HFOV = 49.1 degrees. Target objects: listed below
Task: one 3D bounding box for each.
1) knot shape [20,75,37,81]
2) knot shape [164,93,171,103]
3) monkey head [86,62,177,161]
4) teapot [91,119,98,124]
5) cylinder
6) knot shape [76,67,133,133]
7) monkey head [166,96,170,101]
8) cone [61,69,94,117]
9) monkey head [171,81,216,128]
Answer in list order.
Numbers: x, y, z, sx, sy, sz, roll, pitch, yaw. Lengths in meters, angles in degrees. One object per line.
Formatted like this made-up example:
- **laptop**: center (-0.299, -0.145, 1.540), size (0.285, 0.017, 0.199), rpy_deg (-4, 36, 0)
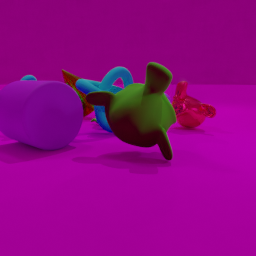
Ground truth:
- **knot shape**: center (-2.548, -0.821, 7.375), size (0.984, 1.052, 0.486), rpy_deg (17, 27, -40)
- **knot shape**: center (0.860, -1.181, 12.180), size (1.763, 0.815, 1.650), rpy_deg (4, 5, 32)
- **monkey head**: center (0.232, -0.374, 5.054), size (1.985, 1.428, 1.196), rpy_deg (36, 58, 17)
- **teapot**: center (-0.568, -0.579, 8.651), size (0.983, 1.582, 0.774), rpy_deg (37, 18, -36)
- **cylinder**: center (-1.899, -0.309, 5.939), size (1.373, 1.373, 1.373), rpy_deg (9, 13, 42)
- **knot shape**: center (-0.537, -0.859, 7.366), size (1.750, 1.870, 0.864), rpy_deg (20, -37, -22)
- **monkey head**: center (0.979, -0.678, 9.847), size (1.443, 0.869, 1.038), rpy_deg (5, -9, -29)
- **cone**: center (-1.836, -1.453, 9.957), size (1.607, 1.613, 1.607), rpy_deg (-27, 32, 18)
- **monkey head**: center (1.745, -0.640, 7.997), size (1.049, 1.252, 1.741), rpy_deg (11, -2, -17)
